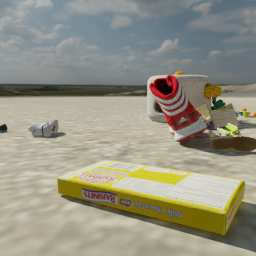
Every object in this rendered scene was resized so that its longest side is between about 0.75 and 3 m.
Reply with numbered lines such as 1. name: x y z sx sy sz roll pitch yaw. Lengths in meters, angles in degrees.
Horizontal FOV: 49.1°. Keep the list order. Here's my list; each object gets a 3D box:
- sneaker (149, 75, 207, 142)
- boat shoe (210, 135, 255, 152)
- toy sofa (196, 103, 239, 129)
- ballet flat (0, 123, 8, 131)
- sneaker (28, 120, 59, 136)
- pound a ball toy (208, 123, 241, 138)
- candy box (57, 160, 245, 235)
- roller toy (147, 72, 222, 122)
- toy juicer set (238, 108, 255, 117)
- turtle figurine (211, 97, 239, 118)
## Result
1. sneaker: 1.310 -0.666 7.383 1.075 1.585 2.744 -25 4 5
2. boat shoe: 2.222 0.291 5.870 0.943 0.347 0.326 2 14 18
3. toy sofa: 2.973 -0.319 9.543 1.758 0.858 0.728 -7 -14 -42
4. ballet flat: -4.041 -0.016 8.320 0.860 0.314 0.314 -6 10 -35
5. sneaker: -2.388 -0.027 7.972 0.608 0.398 1.059 4 12 6
6. pound a ball toy: 2.418 0.181 7.014 0.553 0.360 0.847 -25 6 5
7. candy box: 0.240 0.690 3.262 1.963 0.259 1.003 4 11 31
8. roller toy: 2.094 -1.302 11.462 2.584 1.980 2.833 -2 8 -17
9. toy juicer set: 5.718 -0.760 13.395 0.907 0.388 1.426 -1 7 -2
10. turtle figurine: 3.904 -0.769 11.694 1.429 0.961 1.909 42 17 5
